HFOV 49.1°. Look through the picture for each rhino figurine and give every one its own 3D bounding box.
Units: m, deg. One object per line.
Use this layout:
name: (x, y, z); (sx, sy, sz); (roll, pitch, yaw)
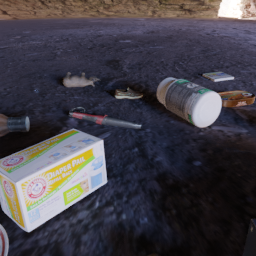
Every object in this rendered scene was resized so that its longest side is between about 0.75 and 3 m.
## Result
rhino figurine: (-2.166, -2.191, 12.973); (1.797, 0.537, 0.786); (0, 38, -5)

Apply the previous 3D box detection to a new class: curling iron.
curling iron: (-0.816, -0.341, 9.493); (2.687, 0.343, 0.666); (11, 28, 20)

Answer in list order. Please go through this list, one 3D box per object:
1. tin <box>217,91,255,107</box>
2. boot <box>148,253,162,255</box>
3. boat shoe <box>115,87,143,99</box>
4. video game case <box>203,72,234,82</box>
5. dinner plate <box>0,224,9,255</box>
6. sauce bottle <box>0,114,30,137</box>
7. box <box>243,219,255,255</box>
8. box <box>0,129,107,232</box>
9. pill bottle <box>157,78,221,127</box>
tin: (4.256, -1.178, 11.206); (1.689, 0.354, 0.946); (-8, 32, -16)
boot: (0.718, 2.418, 3.786); (1.591, 0.511, 1.483); (13, 17, 19)
boat shoe: (0.038, -1.459, 11.620); (1.182, 0.437, 0.437); (-3, 27, -7)
video game case: (4.600, -2.627, 14.307); (1.161, 0.128, 1.057); (-10, 28, -17)
dinner plate: (-3.034, 2.234, 4.416); (2.192, 0.266, 2.192); (0, 27, 0)
sauce bottle: (-4.261, -0.081, 8.548); (2.360, 0.764, 0.764); (-2, 27, -8)
box: (2.620, 2.136, 3.865); (1.520, 0.944, 1.532); (2, 27, 4)
box: (-1.568, 0.971, 5.909); (1.052, 1.167, 2.075); (18, 32, 39)
pill bottle: (2.029, -0.979, 9.748); (1.239, 1.239, 2.190); (-15, 31, -27)
